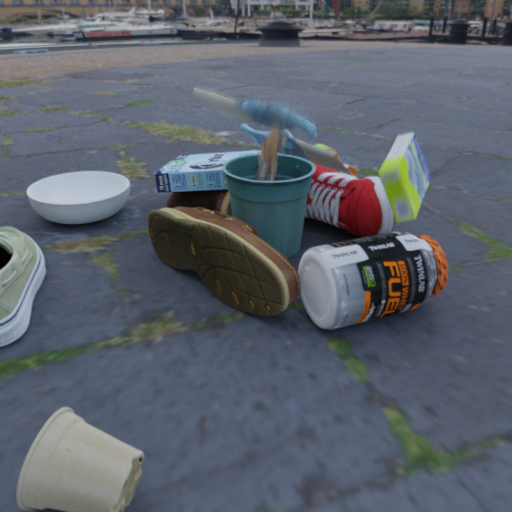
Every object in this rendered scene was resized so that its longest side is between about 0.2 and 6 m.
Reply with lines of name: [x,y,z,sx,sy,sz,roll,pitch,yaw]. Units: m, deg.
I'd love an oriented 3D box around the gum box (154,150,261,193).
gum box: [-0.922,-1.840,12.061,2.056,0.458,1.747,-2,22,10]

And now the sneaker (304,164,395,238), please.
sneaker: [1.232,-1.136,11.028,1.983,1.256,3.525,1,18,-14]

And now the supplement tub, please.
supplement tub: [1.729,0.311,8.267,1.986,1.217,1.217,-11,29,-20]

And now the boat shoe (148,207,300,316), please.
boat shoe: [-0.451,-0.149,9.150,1.182,1.260,3.501,-22,31,-33]

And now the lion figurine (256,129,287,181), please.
lion figurine: [0.246,-1.676,9.656,0.362,0.998,0.611,22,55,6]

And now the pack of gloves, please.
pack of gloves: [0.446,-2.466,10.390,2.636,0.520,2.214,26,-4,38]

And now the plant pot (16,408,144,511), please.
plant pot: [-1.583,2.036,5.275,0.879,0.961,0.961,17,29,7]

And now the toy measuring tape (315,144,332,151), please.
toy measuring tape: [1.367,-2.459,14.449,2.017,0.742,0.742,-18,32,-32]

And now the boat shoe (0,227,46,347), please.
boat shoe: [-3.975,0.164,8.776,1.181,1.017,3.280,-9,28,-18]

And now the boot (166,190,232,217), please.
boot: [-1.111,-1.095,11.967,1.668,0.725,2.005,-7,26,12]

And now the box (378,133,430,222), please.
box: [2.329,-1.265,8.672,0.349,0.893,1.465,-11,28,33]

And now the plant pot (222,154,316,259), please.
plant pot: [0.217,-0.858,10.184,1.644,1.610,1.644,1,27,0]

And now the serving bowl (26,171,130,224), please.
serving bowl: [-3.698,-1.161,11.832,2.081,0.684,2.081,1,27,0]
